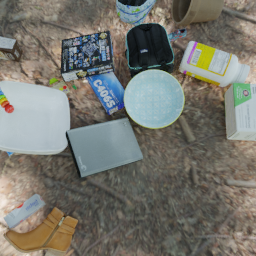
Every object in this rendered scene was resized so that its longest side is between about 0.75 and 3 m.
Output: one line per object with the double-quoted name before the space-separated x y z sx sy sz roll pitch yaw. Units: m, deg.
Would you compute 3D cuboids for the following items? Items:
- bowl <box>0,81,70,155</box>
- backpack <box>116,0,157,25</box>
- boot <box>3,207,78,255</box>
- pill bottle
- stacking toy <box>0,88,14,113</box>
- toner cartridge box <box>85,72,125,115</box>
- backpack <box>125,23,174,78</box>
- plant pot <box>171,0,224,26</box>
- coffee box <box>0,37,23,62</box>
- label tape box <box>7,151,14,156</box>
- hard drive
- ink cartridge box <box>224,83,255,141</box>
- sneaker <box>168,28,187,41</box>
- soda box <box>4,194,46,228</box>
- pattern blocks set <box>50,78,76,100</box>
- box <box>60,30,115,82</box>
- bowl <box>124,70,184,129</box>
"bowl" -3.750 -0.237 10.755 2.859 1.069 2.864 7 59 -24
"backpack" 0.402 -5.966 12.931 1.938 1.827 2.376 21 51 5
"boot" -3.079 3.657 10.082 2.279 0.840 1.763 27 74 -4
"pill bottle" 3.627 -2.601 11.837 2.675 1.394 1.394 22 73 7
"stacking toy" -3.918 -0.887 8.659 0.446 0.446 1.045 -40 87 -12
"toner cartridge box" -0.949 -1.804 12.043 1.097 0.499 2.309 -30 74 -11
"backpack" 0.855 -3.208 11.854 1.975 1.723 2.247 -11 75 3
"plant pot" 3.241 -5.648 12.691 1.857 2.129 2.129 4 71 -16
"coffee box" -5.634 -3.547 12.420 1.562 0.893 0.623 12 72 5
"label tape box" -4.378 0.412 11.340 1.340 0.443 0.960 -35 77 -10
"hard drive" -0.895 0.704 10.742 2.604 0.428 1.817 -13 73 -27
"ink cartridge box" 5.535 -0.611 11.265 2.887 1.213 2.107 2 72 1
"sneaker" 2.234 -4.372 12.915 0.997 0.476 0.395 -21 73 -7
"soda box" -3.842 3.087 10.438 1.424 0.452 0.486 -36 75 -11
"pattern blocks set" -3.011 -1.614 12.181 1.495 0.121 1.314 -23 73 -7
"box" -1.746 -3.145 12.051 2.228 0.558 2.245 -10 55 3
"bowl" 1.024 -1.041 11.318 2.330 1.254 2.330 0 82 3
